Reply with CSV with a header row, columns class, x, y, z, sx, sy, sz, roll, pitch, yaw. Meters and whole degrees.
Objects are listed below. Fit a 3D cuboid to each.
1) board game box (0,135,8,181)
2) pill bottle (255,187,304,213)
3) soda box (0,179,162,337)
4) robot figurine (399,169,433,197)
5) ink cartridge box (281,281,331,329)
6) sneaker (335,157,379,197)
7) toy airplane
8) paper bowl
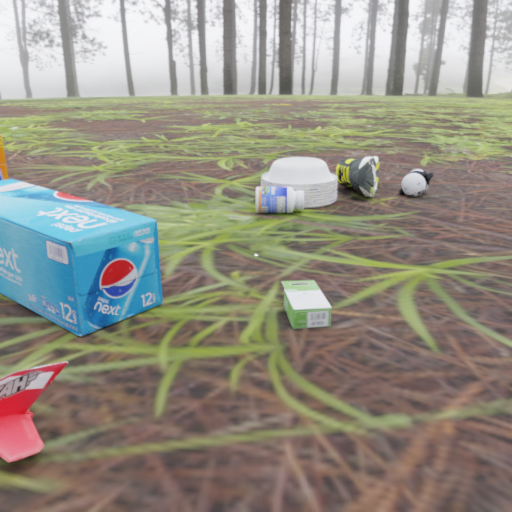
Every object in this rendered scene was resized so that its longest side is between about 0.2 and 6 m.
class,x,y,z,sx,sy,sz,roll,pitch,yaw
board game box,-6.593,-2.047,12.615,1.319,1.319,1.320,13,23,35
pill bottle,0.471,-1.115,11.181,0.949,0.532,0.532,0,20,2
soda box,-2.921,-0.165,7.562,3.645,1.170,1.236,17,26,38
robot figurine,3.613,-1.641,12.658,0.555,0.669,0.890,25,27,17
ink cartridge box,0.591,0.578,6.830,0.450,0.257,0.866,-3,20,-7
sneaker,2.277,-1.816,12.915,1.006,0.885,2.378,0,10,18
toy airplane,-2.888,1.340,4.298,2.821,0.519,2.821,-2,15,0
paper bowl,0.928,-1.637,12.169,1.670,0.869,1.670,-1,20,0
